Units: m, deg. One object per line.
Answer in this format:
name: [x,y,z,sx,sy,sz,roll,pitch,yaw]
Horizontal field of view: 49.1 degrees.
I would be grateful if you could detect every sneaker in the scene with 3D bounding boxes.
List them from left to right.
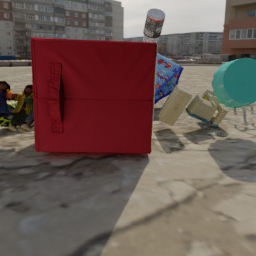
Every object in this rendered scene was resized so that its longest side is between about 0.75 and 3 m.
sneaker: [-3.524,-0.567,8.949,2.025,0.773,0.763,-7,-29,-40]

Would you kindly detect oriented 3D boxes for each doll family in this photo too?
doll family: [-3.075,-0.692,7.263,2.402,1.388,0.942,13,-18,-10]

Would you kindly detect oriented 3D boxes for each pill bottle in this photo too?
pill bottle: [1.038,-4.120,11.493,0.746,1.310,0.746,4,54,-6]

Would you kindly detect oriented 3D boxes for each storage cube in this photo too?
storage cube: [-0.766,-0.910,7.179,2.638,2.509,2.935,1,13,-2]

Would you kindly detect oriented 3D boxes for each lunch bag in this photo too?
lunch bag: [0.551,-1.970,11.929,2.201,1.376,2.924,36,55,23]

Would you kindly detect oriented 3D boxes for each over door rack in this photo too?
over door rack: [4.514,-0.342,8.771,1.513,0.682,2.048,-3,14,-13]

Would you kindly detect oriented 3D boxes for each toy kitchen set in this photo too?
toy kitchen set: [2.043,-0.740,9.279,1.996,1.176,1.599,22,28,-17]

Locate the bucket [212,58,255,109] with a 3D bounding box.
bucket: [3.237,-1.305,8.101,1.471,1.471,0.957,0,3,1]
